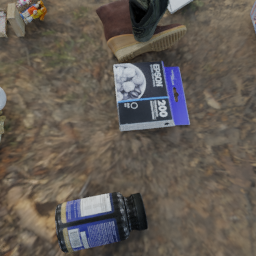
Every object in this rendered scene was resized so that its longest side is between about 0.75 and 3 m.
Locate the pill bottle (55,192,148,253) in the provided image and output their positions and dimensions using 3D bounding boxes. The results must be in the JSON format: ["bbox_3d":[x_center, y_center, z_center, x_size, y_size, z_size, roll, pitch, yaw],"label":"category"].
[{"bbox_3d":[-0.615,2.197,6.743,2.056,1.150,1.150,-10,68,-5],"label":"pill bottle"}]

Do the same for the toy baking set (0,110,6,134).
[{"bbox_3d":[-4.200,-0.129,8.112,1.389,0.162,1.066,10,56,-2],"label":"toy baking set"}]

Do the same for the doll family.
[{"bbox_3d":[-3.291,-4.070,9.683,0.888,0.645,1.431,-33,54,-5],"label":"doll family"}]

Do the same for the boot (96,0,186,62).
[{"bbox_3d":[0.395,-3.464,9.112,2.537,0.918,2.110,-21,75,-2],"label":"boot"}]

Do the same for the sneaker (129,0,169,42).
[{"bbox_3d":[0.638,-3.656,8.124,0.784,1.175,2.051,21,77,18],"label":"sneaker"}]

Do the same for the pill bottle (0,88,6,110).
[{"bbox_3d":[-3.983,-0.912,7.907,0.781,0.781,1.429,-46,34,-16],"label":"pill bottle"}]

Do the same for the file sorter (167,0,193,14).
[{"bbox_3d":[1.515,-5.019,9.660,1.058,0.949,1.525,-31,70,8],"label":"file sorter"}]

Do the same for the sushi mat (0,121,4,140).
[{"bbox_3d":[-4.283,0.963,7.791,1.236,0.156,2.583,1,68,-1],"label":"sushi mat"}]

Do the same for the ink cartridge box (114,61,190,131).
[{"bbox_3d":[0.699,-1.025,8.441,2.127,0.462,2.107,-5,67,-3],"label":"ink cartridge box"}]

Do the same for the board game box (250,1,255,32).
[{"bbox_3d":[5.157,-3.314,9.083,2.390,0.737,2.389,-11,61,-7],"label":"board game box"}]

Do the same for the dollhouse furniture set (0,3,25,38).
[{"bbox_3d":[-4.583,-3.632,9.259,2.031,0.899,1.053,-6,68,-2],"label":"dollhouse furniture set"}]
